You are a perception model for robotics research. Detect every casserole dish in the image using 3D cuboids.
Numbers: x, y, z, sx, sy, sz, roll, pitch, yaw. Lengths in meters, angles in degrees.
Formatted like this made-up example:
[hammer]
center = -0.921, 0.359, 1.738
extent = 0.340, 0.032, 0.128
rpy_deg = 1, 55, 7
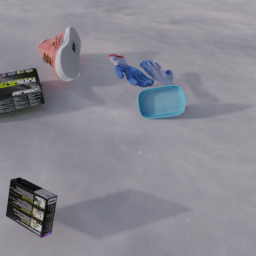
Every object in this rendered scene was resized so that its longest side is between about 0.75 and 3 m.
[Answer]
[casserole dish]
center = 0.914, -0.723, 7.666
extent = 1.397, 0.846, 0.271
rpy_deg = -7, 11, 11

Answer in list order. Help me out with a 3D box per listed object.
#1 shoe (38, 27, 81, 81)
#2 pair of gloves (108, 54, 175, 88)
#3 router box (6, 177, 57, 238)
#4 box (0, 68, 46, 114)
[shoe]
center = -2.484, -2.465, 9.927
extent = 1.302, 1.023, 2.863
rpy_deg = -20, 44, 17
[pair of gloves]
center = 0.562, -1.707, 8.598
extent = 2.345, 0.267, 1.885
rpy_deg = -1, 39, -33
[router box]
center = -1.655, 1.323, 4.748
extent = 0.941, 0.701, 0.240
rpy_deg = 17, 10, 29
[box]
center = -3.635, -1.091, 8.313
extent = 2.103, 0.500, 2.031
rpy_deg = -14, 32, -15
